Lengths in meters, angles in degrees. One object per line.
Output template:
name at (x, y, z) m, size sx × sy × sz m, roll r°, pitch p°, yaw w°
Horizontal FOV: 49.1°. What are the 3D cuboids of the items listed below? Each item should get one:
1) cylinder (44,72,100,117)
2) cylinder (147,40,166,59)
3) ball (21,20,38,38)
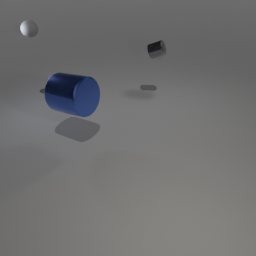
cylinder at (-1.941, -1.182, 9.856) m, size 1.400 × 1.400 × 1.400 m, roll 14°, pitch 33°, yaw 31°
cylinder at (1.360, -3.687, 13.175) m, size 0.700 × 0.700 × 0.700 m, roll -11°, pitch 25°, yaw 26°
ball at (-4.124, -4.153, 11.719) m, size 0.700 × 0.700 × 0.700 m, roll 0°, pitch 31°, yaw 0°
